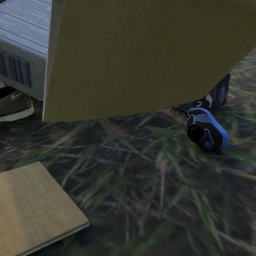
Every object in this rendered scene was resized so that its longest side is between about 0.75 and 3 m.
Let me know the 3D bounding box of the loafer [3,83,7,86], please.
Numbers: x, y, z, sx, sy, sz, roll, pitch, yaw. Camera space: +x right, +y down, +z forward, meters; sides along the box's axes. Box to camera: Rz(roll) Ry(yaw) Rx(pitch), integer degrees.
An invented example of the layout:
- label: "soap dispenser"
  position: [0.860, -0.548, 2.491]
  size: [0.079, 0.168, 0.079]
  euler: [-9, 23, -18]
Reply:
- label: "loafer"
  position: [-3.604, -2.381, 9.865]
  size: [3.006, 1.055, 1.021]
  euler: [-17, 1, 37]

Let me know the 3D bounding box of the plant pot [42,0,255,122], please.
- label: "plant pot"
  position: [0.237, -1.488, 3.272]
  size: [2.084, 2.354, 2.351]
  euler: [6, 60, -20]

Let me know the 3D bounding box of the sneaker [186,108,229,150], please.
- label: "sneaker"
  position: [1.595, -0.038, 6.373]
  size: [0.652, 0.587, 1.674]
  euler: [2, 23, -15]

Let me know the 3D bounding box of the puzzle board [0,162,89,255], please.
- label: "puzzle board"
  position: [-1.679, 1.171, 4.116]
  size: [1.483, 0.171, 1.968]
  euler: [-17, 28, -32]

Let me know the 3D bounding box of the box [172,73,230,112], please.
- label: "box"
  position: [2.168, -1.121, 8.362]
  size: [1.625, 0.993, 0.862]
  euler: [-16, 27, -35]

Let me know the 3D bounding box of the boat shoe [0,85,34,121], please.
- label: "boat shoe"
  position: [-3.781, -0.476, 7.011]
  size: [1.052, 0.880, 2.943]
  euler: [18, 29, 36]

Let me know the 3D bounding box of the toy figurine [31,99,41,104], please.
- label: "toy figurine"
  position: [-3.183, -1.654, 9.426]
  size: [1.451, 1.278, 2.422]
  euler: [10, 24, 35]

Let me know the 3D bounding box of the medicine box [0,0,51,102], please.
- label: "medicine box"
  position: [-2.188, -2.355, 7.693]
  size: [2.635, 1.489, 2.893]
  euler: [24, 48, 9]
